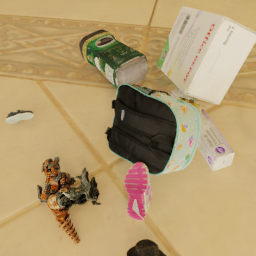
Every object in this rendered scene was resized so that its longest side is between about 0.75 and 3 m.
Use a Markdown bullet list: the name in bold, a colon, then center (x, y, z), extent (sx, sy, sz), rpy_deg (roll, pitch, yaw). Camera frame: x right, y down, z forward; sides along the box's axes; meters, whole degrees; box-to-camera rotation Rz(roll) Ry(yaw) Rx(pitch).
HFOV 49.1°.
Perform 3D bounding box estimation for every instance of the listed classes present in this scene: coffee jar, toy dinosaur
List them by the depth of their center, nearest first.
- **toy dinosaur**: center (-1.375, 1.558, 6.412), extent (1.329, 1.000, 1.958), rpy_deg (-20, 86, -1)
- **coffee jar**: center (-0.592, -2.466, 9.812), extent (1.380, 1.129, 2.645), rpy_deg (-30, 50, -18)

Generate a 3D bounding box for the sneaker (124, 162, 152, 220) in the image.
- **sneaker**: center (0.257, 1.345, 6.277), extent (0.542, 1.331, 0.587), rpy_deg (9, 20, 18)

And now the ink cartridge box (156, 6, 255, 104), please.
- **ink cartridge box**: center (2.156, -2.285, 8.445), extent (1.224, 2.111, 2.916), rpy_deg (16, 23, -19)

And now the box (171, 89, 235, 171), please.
- **box**: center (2.027, -0.100, 8.071), extent (0.555, 0.595, 2.870), rpy_deg (-16, 48, -7)

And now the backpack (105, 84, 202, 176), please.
- **backpack**: center (0.690, 0.063, 6.737), extent (1.669, 1.914, 2.177), rpy_deg (5, 17, -36)

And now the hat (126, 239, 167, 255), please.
- **hat**: center (0.392, 2.402, 5.507), extent (0.837, 0.338, 0.837), rpy_deg (5, 8, -1)

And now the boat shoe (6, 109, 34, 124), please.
- **boat shoe**: center (-3.191, -0.397, 8.232), extent (1.006, 0.380, 0.304), rpy_deg (-11, 63, 20)
